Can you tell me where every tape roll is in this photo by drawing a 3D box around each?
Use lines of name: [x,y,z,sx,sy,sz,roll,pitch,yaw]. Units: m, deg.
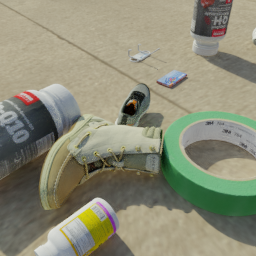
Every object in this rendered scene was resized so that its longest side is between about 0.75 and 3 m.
tape roll: [2.143,0.639,6.330,2.751,0.661,2.751,0,38,0]

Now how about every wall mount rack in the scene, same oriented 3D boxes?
wall mount rack: [0.630,-2.989,11.174,1.047,0.449,1.205,24,45,27]

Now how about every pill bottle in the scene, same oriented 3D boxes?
pill bottle: [-0.849,1.836,4.741,1.356,0.707,0.707,-30,47,-32]
pill bottle: [-2.461,0.026,6.421,1.485,1.485,2.607,28,46,31]
pill bottle: [3.255,-4.278,11.087,1.426,2.576,1.426,0,38,0]

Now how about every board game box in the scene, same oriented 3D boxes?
board game box: [1.548,-1.742,9.844,0.565,0.107,1.097,27,45,32]

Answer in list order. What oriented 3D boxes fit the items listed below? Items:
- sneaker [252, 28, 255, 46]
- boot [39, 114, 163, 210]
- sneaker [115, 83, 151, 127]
sneaker: [6.478,-3.548,11.611,2.655,1.034,1.319,12,45,29]
boot: [-0.398,0.703,5.961,2.154,1.004,2.785,9,35,11]
sneaker: [0.219,-0.652,7.712,0.690,0.740,1.866,20,50,6]
